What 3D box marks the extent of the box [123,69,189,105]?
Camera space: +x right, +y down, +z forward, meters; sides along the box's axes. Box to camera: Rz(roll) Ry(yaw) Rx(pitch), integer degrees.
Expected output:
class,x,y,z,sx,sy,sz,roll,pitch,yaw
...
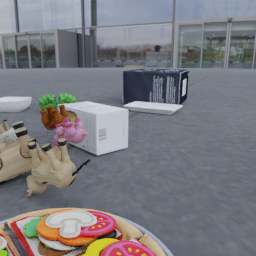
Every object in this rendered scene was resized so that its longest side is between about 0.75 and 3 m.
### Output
class,x,y,z,sx,sy,sz,roll,pitch,yaw
box,1.338,-1.926,12.851,2.537,1.489,2.495,6,16,19

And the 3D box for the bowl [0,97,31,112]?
class,x,y,z,sx,sy,sz,roll,pitch,yaw
bowl,-4.611,-0.941,11.156,1.277,0.477,1.279,2,16,6

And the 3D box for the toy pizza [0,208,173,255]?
class,x,y,z,sx,sy,sz,roll,pitch,yaw
toy pizza,-0.780,1.355,2.524,2.663,0.422,2.663,0,15,0

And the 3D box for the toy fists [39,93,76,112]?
class,x,y,z,sx,sy,sz,roll,pitch,yaw
toy fists,-2.698,-0.958,10.747,1.393,0.710,0.479,-3,15,-10

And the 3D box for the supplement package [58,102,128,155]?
class,x,y,z,sx,sy,sz,roll,pitch,yaw
supplement package,-0.892,-0.063,6.849,0.930,0.966,1.698,-11,17,-41

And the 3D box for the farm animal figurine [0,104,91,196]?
class,x,y,z,sx,sy,sz,roll,pitch,yaw
farm animal figurine,-1.627,0.498,4.806,2.081,1.097,2.104,-13,23,-3

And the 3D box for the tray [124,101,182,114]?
class,x,y,z,sx,sy,sz,roll,pitch,yaw
tray,0.985,-0.789,11.039,2.101,0.233,1.128,8,17,27
